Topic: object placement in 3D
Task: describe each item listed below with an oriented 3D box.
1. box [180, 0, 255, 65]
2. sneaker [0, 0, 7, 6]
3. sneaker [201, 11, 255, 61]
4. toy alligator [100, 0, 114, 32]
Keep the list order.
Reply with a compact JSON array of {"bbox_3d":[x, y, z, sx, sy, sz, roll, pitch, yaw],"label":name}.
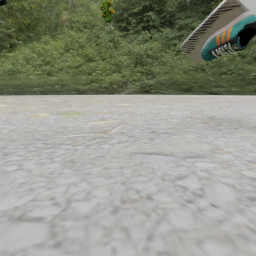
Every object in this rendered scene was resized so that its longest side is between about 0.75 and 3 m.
[{"bbox_3d":[2.930,-3.267,8.977,1.150,0.957,2.799,-51,5,-26],"label":"box"},{"bbox_3d":[-2.704,-3.225,5.659,0.772,0.690,1.933,-23,-8,-37],"label":"sneaker"},{"bbox_3d":[2.494,-2.105,6.884,0.572,0.641,1.603,20,-41,-34],"label":"sneaker"},{"bbox_3d":[-0.779,-4.258,10.395,0.477,1.439,0.346,-20,-21,27],"label":"toy alligator"}]
